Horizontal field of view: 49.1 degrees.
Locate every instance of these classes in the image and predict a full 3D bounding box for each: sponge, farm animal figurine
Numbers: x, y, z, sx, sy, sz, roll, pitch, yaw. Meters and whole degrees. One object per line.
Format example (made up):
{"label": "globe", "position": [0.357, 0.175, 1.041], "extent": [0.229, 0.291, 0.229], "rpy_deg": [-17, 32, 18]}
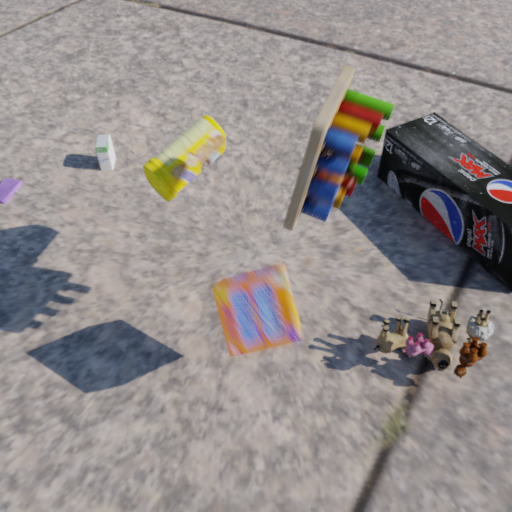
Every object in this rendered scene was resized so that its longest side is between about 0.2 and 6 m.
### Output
{"label": "sponge", "position": [-5.763, -1.497, 12.854], "extent": [0.430, 0.115, 0.771], "rpy_deg": [11, 47, 10]}
{"label": "farm animal figurine", "position": [3.022, 1.448, 9.533], "extent": [1.719, 0.896, 1.700], "rpy_deg": [16, 35, 24]}

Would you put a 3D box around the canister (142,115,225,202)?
{"label": "canister", "position": [-1.142, -1.590, 9.140], "extent": [1.323, 0.983, 0.573], "rpy_deg": [-44, 84, -12]}

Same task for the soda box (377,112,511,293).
{"label": "soda box", "position": [4.468, -1.276, 11.755], "extent": [1.516, 1.357, 4.285], "rpy_deg": [-22, 49, -19]}

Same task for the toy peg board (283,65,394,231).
{"label": "toy peg board", "position": [1.084, -1.259, 7.065], "extent": [0.781, 1.597, 1.590], "rpy_deg": [20, 46, 6]}

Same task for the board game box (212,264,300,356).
{"label": "board game box", "position": [0.037, 0.748, 8.078], "extent": [0.994, 0.994, 0.994], "rpy_deg": [-15, 4, 6]}

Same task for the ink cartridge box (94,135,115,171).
{"label": "ink cartridge box", "position": [-3.597, -2.458, 13.376], "extent": [0.311, 0.710, 0.516], "rpy_deg": [-4, 47, 1]}
